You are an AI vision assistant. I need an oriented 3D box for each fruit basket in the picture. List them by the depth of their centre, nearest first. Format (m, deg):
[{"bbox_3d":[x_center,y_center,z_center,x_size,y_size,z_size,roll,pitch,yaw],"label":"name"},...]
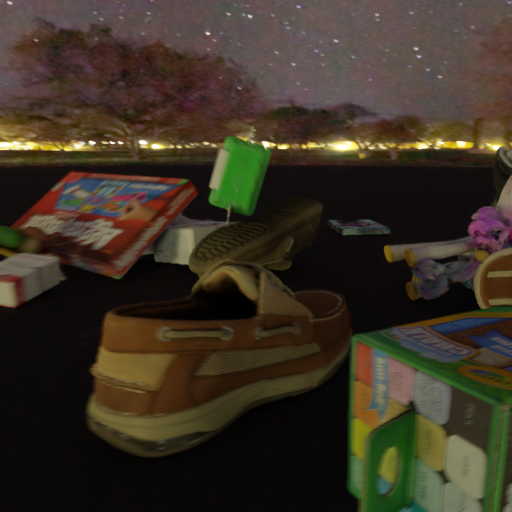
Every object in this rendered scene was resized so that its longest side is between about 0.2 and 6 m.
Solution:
[{"bbox_3d":[-0.301,-1.197,8.417,0.729,1.440,1.555,15,7,-9],"label":"fruit basket"}]

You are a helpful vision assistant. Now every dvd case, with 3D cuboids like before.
[{"bbox_3d":[2.273,-0.649,12.593,1.053,0.159,1.443,-1,12,-5],"label":"dvd case"}]

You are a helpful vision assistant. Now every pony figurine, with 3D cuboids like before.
[{"bbox_3d":[2.870,-0.085,6.881,2.152,1.792,2.077,-15,2,1],"label":"pony figurine"}]

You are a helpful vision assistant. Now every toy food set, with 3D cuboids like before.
[{"bbox_3d":[-3.443,-0.274,8.076,1.617,0.528,0.951,27,-2,-23],"label":"toy food set"}]

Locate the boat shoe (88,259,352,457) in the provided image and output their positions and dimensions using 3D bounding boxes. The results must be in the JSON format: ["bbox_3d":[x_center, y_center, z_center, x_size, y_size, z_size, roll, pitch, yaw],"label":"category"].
[{"bbox_3d":[-0.067,0.565,4.431,1.038,1.013,2.744,8,14,35],"label":"boat shoe"}]

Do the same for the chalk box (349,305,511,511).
[{"bbox_3d":[1.092,0.911,2.851,1.562,0.975,0.968,-5,12,-27],"label":"chalk box"}]

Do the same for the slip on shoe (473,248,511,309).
[{"bbox_3d":[3.803,0.347,5.738,2.939,1.117,0.890,-2,-1,20],"label":"slip on shoe"}]

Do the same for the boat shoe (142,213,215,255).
[{"bbox_3d":[-1.651,-0.512,10.114,2.156,0.739,0.776,-5,19,-11],"label":"boat shoe"}]

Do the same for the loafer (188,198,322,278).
[{"bbox_3d":[0.117,-0.123,8.469,2.490,0.840,0.947,-26,29,-31],"label":"loafer"}]

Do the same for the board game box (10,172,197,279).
[{"bbox_3d":[-2.776,-0.652,9.391,3.636,0.354,1.872,10,53,43],"label":"board game box"}]

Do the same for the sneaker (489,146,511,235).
[{"bbox_3d":[4.703,-1.015,9.955,1.265,1.907,3.351,2,12,11],"label":"sneaker"}]

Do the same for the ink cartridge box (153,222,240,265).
[{"bbox_3d":[-0.875,-0.235,9.212,0.990,0.596,1.362,3,11,41],"label":"ink cartridge box"}]

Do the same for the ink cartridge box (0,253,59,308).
[{"bbox_3d":[-3.025,0.296,7.096,0.640,0.361,0.872,8,21,19],"label":"ink cartridge box"}]
